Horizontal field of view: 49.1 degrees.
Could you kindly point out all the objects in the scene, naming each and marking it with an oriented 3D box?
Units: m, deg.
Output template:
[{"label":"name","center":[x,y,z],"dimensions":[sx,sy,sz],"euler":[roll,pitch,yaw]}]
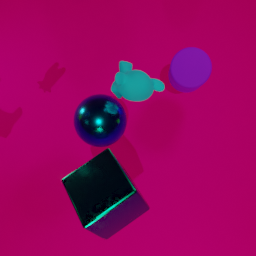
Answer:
[{"label":"ball","center":[-0.553,-0.146,5.623],"dimensions":[1.067,1.067,1.067],"euler":[0,68,0]},{"label":"monkey head","center":[0.101,-0.889,5.128],"dimensions":[1.139,0.686,0.820],"euler":[3,82,-38]},{"label":"cylinder","center":[1.335,-1.248,6.168],"dimensions":[0.851,0.851,0.851],"euler":[0,91,5]},{"label":"cube","center":[-0.342,1.078,4.530],"dimensions":[0.917,0.917,0.917],"euler":[-34,54,-4]}]
